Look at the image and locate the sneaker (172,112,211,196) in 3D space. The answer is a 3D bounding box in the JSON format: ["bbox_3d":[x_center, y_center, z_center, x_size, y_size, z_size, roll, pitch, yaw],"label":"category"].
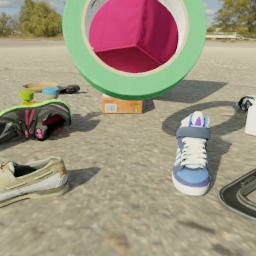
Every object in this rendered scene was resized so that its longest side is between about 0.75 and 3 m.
[{"bbox_3d":[1.345,0.372,5.857,0.752,1.367,1.867,4,20,11],"label":"sneaker"}]

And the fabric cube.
[{"bbox_3d":[0.086,-3.526,9.893,2.836,2.827,2.782,5,-6,35],"label":"fabric cube"}]

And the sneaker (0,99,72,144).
[{"bbox_3d":[-2.683,-0.101,7.754,2.385,0.915,0.999,-22,51,-17],"label":"sneaker"}]

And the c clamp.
[{"bbox_3d":[2.861,1.316,4.875,2.638,0.357,2.254,-19,21,-41],"label":"c clamp"}]

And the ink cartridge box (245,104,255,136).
[{"bbox_3d":[4.727,-0.312,8.450,1.518,0.877,2.087,18,26,40],"label":"ink cartridge box"}]

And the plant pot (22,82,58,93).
[{"bbox_3d":[-4.423,-2.053,14.200,1.772,0.243,1.772,-1,20,0],"label":"plant pot"}]

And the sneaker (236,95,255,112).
[{"bbox_3d":[4.730,-0.841,10.243,1.090,0.669,1.675,-12,23,-26],"label":"sneaker"}]

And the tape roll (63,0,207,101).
[{"bbox_3d":[0.127,-1.953,5.603,2.760,2.760,0.663,0,-4,0],"label":"tape roll"}]

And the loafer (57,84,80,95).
[{"bbox_3d":[-2.907,-1.735,13.169,1.312,0.471,0.413,-5,39,5],"label":"loafer"}]

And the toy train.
[{"bbox_3d":[-3.108,-0.565,8.566,2.211,1.279,0.936,-4,20,-13],"label":"toy train"}]

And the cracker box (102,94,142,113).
[{"bbox_3d":[-0.224,-1.171,11.175,1.480,0.637,2.209,0,21,0],"label":"cracker box"}]

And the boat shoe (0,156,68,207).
[{"bbox_3d":[-2.178,0.962,5.202,2.067,0.707,0.772,-8,21,-21],"label":"boat shoe"}]
